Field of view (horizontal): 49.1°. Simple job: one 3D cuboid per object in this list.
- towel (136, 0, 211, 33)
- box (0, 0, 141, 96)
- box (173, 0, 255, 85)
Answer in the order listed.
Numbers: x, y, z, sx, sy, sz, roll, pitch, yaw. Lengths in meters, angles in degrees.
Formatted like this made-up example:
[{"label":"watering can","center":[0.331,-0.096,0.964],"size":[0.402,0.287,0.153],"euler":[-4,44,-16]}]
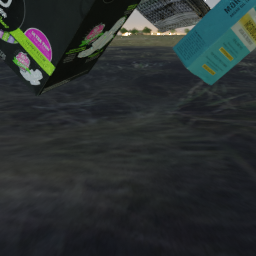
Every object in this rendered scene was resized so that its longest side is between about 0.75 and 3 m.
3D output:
[{"label":"towel","center":[1.181,-3.731,8.553],"size":[2.284,0.410,2.372],"euler":[30,-13,-38]},{"label":"box","center":[-1.005,-1.964,4.162],"size":[1.711,2.304,1.432],"euler":[47,38,0]},{"label":"box","center":[2.323,-2.147,5.491],"size":[1.153,2.801,0.688],"euler":[16,40,-47]}]
